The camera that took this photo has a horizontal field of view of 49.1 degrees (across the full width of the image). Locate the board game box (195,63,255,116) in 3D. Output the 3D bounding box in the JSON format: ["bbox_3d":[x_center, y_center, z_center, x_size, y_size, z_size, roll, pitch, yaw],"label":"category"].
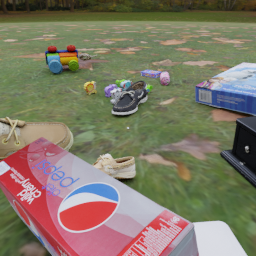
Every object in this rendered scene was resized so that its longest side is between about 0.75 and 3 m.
[{"bbox_3d":[4.124,-1.272,8.648,2.871,0.626,2.885,-26,30,-33],"label":"board game box"}]

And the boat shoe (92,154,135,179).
[{"bbox_3d":[-0.365,0.657,4.877,1.212,0.419,0.447,5,2,-42],"label":"boat shoe"}]

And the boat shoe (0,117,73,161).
[{"bbox_3d":[-2.366,0.290,5.270,2.631,0.873,0.974,-13,51,-15],"label":"boat shoe"}]

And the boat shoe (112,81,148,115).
[{"bbox_3d":[0.096,-0.948,8.576,0.751,0.613,2.032,12,27,24],"label":"boat shoe"}]

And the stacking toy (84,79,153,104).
[{"bbox_3d":[-0.308,-1.413,9.789,1.991,0.468,1.501,-21,32,-39],"label":"stacking toy"}]

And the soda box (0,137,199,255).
[{"bbox_3d":[-0.579,1.078,3.334,0.911,1.006,2.872,-34,35,-30],"label":"soda box"}]

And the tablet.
[{"bbox_3d":[0.899,1.854,3.042,1.412,0.148,2.170,-4,25,-8],"label":"tablet"}]

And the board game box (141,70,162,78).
[{"bbox_3d":[1.011,-2.359,12.185,0.766,0.171,0.515,17,29,32],"label":"board game box"}]

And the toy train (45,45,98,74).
[{"bbox_3d":[-2.507,-3.122,12.983,2.491,1.055,1.442,-7,36,-15],"label":"toy train"}]

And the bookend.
[{"bbox_3d":[2.576,0.081,4.860,0.856,1.858,1.846,-6,26,-13],"label":"bookend"}]

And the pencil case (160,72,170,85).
[{"bbox_3d":[1.472,-1.984,11.128,0.382,0.382,0.874,3,26,6],"label":"pencil case"}]
